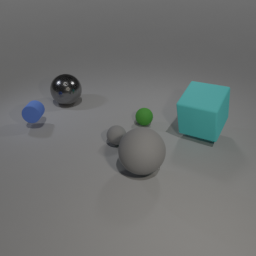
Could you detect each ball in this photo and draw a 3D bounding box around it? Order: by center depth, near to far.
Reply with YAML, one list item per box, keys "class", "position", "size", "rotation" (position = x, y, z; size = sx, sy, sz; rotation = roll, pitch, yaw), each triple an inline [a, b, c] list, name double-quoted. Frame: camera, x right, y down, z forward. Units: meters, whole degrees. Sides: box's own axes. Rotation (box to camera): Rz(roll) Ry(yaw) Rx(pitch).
- class: "ball"
  position: [0.413, 0.673, 8.253]
  size: [1.400, 1.400, 1.400]
  rotation: [0, 30, 0]
- class: "ball"
  position: [-0.399, 0.253, 9.813]
  size: [0.700, 0.700, 0.700]
  rotation: [0, 30, 0]
- class: "ball"
  position: [0.640, -0.451, 11.076]
  size: [0.700, 0.700, 0.700]
  rotation: [0, 30, 0]
- class: "ball"
  position: [-2.791, -1.732, 12.641]
  size: [1.400, 1.400, 1.400]
  rotation: [0, 30, 0]

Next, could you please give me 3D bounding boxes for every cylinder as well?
- class: "cylinder"
  position: [-3.667, -0.636, 10.867]
  size: [0.700, 0.700, 0.700]
  rotation: [0, 24, 0]

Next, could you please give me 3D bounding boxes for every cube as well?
- class: "cube"
  position: [2.657, -0.605, 9.848]
  size: [1.400, 1.400, 1.400]
  rotation: [15, 50, 29]
